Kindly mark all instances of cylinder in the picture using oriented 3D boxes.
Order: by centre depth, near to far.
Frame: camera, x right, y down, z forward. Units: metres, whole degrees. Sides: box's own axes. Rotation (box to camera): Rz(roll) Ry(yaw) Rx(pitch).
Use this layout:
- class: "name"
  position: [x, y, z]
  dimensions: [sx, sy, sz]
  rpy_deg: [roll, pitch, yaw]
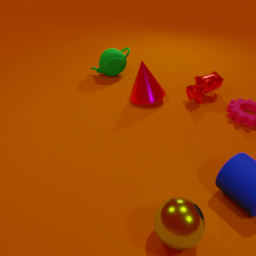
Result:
- class: "cylinder"
  position: [2.611, 1.211, 6.079]
  dimensions: [0.997, 0.997, 0.997]
  rpy_deg: [-22, 44, -26]

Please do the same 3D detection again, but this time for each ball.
- class: "ball"
  position: [0.975, 1.803, 5.337]
  dimensions: [0.967, 0.967, 0.967]
  rpy_deg: [0, 37, 0]

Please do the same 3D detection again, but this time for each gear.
- class: "gear"
  position: [3.858, -0.493, 8.860]
  dimensions: [1.370, 0.253, 1.370]
  rpy_deg: [4, 35, -3]

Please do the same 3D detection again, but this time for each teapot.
- class: "teapot"
  position: [-0.688, -2.616, 11.026]
  dimensions: [1.802, 1.121, 0.882]
  rpy_deg: [-29, 53, 11]

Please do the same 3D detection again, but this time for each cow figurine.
- class: "cow figurine"
  position: [2.663, -1.426, 9.653]
  dimensions: [1.356, 0.744, 1.334]
  rpy_deg: [-17, 23, 10]

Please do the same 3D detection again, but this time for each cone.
- class: "cone"
  position: [0.566, -1.667, 9.467]
  dimensions: [1.286, 1.291, 1.286]
  rpy_deg: [-8, 33, 6]
